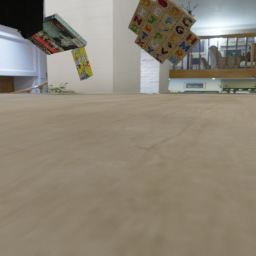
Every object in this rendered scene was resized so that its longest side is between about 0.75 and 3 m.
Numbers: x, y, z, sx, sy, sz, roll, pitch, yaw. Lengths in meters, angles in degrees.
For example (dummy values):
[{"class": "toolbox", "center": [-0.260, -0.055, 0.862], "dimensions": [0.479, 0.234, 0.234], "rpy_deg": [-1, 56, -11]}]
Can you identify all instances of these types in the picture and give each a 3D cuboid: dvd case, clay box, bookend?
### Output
[{"class": "dvd case", "center": [-2.528, -3.034, 9.290], "dimensions": [1.971, 0.217, 1.439], "rpy_deg": [1, -22, 37]}, {"class": "clay box", "center": [-1.963, -2.825, 11.709], "dimensions": [0.363, 1.523, 0.875], "rpy_deg": [-21, 6, -26]}, {"class": "bookend", "center": [-2.628, -2.921, 5.660], "dimensions": [1.672, 1.682, 0.775], "rpy_deg": [16, 36, 4]}]

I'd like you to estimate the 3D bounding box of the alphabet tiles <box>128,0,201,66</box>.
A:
[{"class": "alphabet tiles", "center": [1.115, -3.186, 9.379], "dimensions": [2.259, 0.086, 2.715], "rpy_deg": [39, -21, -3]}]
